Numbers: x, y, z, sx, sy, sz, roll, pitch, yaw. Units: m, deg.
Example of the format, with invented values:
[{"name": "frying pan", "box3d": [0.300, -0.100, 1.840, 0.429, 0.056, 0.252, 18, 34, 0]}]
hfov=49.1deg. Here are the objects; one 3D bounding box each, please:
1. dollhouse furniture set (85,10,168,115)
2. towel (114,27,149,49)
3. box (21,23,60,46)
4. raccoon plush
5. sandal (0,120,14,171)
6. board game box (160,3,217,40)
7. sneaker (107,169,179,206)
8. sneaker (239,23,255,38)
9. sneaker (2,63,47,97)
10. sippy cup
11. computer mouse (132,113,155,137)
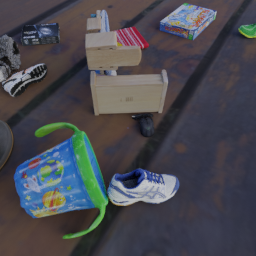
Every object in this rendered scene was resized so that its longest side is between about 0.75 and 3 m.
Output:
[{"name": "dollhouse furniture set", "box3d": [-0.060, -2.085, 7.351, 1.810, 2.619, 2.774, -3, 57, -3]}, {"name": "towel", "box3d": [-0.331, -3.068, 10.002, 1.868, 0.210, 1.351, -16, 50, -13]}, {"name": "box", "box3d": [-3.199, -3.457, 10.319, 1.322, 0.288, 1.059, -7, 46, -7]}, {"name": "raccoon plush", "box3d": [-4.189, -2.072, 8.269, 1.457, 1.052, 2.174, -5, 29, 3]}, {"name": "sandal", "box3d": [-3.315, 0.711, 5.945, 1.083, 0.724, 2.651, 9, 46, 8]}, {"name": "board game box", "box3d": [2.387, -4.229, 11.011, 1.442, 0.367, 2.130, 25, 51, 23]}, {"name": "sneaker", "box3d": [0.374, 1.116, 5.530, 1.529, 0.674, 0.575, -7, 43, -20]}, {"name": "sneaker", "box3d": [4.881, -3.744, 10.320, 1.637, 0.684, 0.606, -4, 47, -3]}, {"name": "sneaker", "box3d": [-3.033, -1.527, 8.267, 0.596, 0.549, 1.489, 26, 51, 26]}, {"name": "sippy cup", "box3d": [-1.267, 0.973, 5.302, 1.416, 1.517, 1.932, -20, 39, -3]}, {"name": "computer mouse", "box3d": [0.444, -0.119, 7.111, 0.575, 0.219, 0.830, -6, 46, -7]}]
